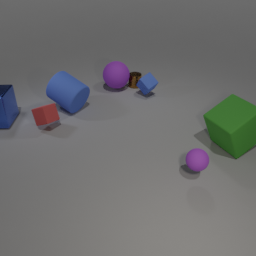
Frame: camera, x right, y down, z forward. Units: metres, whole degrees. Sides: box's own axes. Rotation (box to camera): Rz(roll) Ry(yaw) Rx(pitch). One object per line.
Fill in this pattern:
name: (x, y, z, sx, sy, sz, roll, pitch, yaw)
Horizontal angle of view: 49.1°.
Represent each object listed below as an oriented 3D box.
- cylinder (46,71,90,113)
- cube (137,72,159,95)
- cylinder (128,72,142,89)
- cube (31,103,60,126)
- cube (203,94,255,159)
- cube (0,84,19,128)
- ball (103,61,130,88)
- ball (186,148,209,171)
cylinder: (-2.669, -1.604, 12.520, 1.400, 1.400, 1.400, 34, 41, 12)
cube: (0.964, -2.209, 13.998, 0.700, 0.700, 0.700, -37, 84, -21)
cylinder: (0.378, -2.591, 15.141, 0.700, 0.700, 0.700, 1, 33, 0)
cube: (-3.332, -0.547, 11.345, 0.700, 0.700, 0.700, -8, 13, 32)
cube: (3.782, -0.076, 9.942, 1.400, 1.400, 1.400, -35, 39, -6)
cube: (-5.579, -0.904, 11.684, 1.400, 1.400, 1.400, -2, 30, -1)
ball: (-0.612, -2.766, 14.584, 1.400, 1.400, 1.400, 0, 32, 0)
ball: (2.108, 0.966, 8.516, 0.700, 0.700, 0.700, 0, 32, 0)
